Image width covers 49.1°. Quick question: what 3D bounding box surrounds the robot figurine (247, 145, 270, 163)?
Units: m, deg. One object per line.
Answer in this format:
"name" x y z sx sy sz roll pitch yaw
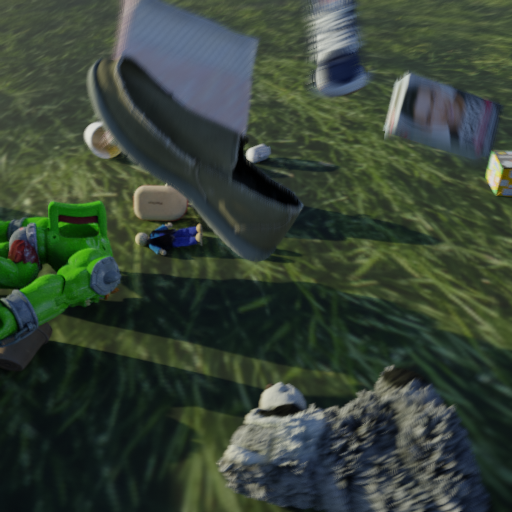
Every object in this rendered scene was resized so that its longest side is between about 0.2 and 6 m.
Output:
"robot figurine" 0.044 -2.616 14.355 0.687 0.388 0.582 -28 33 -33

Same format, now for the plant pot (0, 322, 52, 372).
"plant pot" -3.687 1.360 8.662 0.848 0.848 0.740 5 54 6

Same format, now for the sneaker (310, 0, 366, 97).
"sneaker" 1.624 -4.512 11.425 1.015 1.571 2.896 -6 42 12

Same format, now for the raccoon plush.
"raccoon plush" 1.193 2.802 5.931 2.497 1.803 3.726 -21 41 -14

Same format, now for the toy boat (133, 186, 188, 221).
"toy boat" -2.050 -1.144 12.209 1.153 0.752 0.754 3 7 4

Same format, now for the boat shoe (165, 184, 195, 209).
"boat shoe" -0.918 -1.441 12.417 2.536 0.789 0.946 18 42 25

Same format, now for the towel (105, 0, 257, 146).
"towel" -1.291 -3.154 10.542 2.833 2.705 0.457 7 2 -36

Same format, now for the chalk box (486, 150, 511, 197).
"chalk box" 5.951 -2.004 13.220 0.759 0.755 1.220 3 35 6

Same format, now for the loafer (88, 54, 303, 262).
"loafer" -0.681 -1.470 7.640 1.220 3.504 1.317 -35 23 31

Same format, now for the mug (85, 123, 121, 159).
"mug" -3.989 -3.026 14.742 0.893 1.115 0.916 -48 40 -6

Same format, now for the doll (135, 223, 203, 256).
"doll" -1.765 -0.374 11.324 1.345 0.326 0.918 -6 44 3

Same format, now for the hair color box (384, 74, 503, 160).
"hair color box" 1.870 -1.376 5.607 1.040 0.515 0.315 15 -2 -8

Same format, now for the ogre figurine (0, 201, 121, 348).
"ogre figurine" -3.500 0.099 9.259 2.287 1.872 3.815 -13 8 -15
